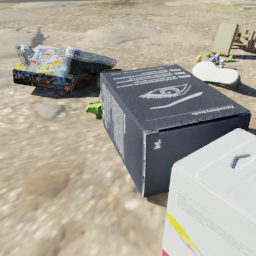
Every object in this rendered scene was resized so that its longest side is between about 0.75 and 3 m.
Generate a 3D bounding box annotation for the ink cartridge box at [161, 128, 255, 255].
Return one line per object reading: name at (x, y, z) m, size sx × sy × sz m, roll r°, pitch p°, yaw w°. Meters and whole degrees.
ink cartridge box at (1.421, 1.260, 3.597) m, size 1.395 × 1.920 × 1.389 m, roll -23°, pitch 39°, yaw -32°

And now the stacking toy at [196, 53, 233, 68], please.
stacking toy at (3.727, -2.997, 11.996) m, size 1.111 × 0.346 × 1.474 m, roll 21°, pitch 37°, yaw 30°

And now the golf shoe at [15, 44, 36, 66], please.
golf shoe at (-3.044, -2.247, 8.474) m, size 0.526 × 0.423 × 1.082 m, roll -14°, pitch 48°, yaw -26°

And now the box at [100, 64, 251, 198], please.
box at (0.781, -0.176, 6.273) m, size 2.185 × 1.540 × 2.953 m, roll -10°, pitch 33°, yaw -15°

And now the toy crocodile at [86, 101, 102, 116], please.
toy crocodile at (-0.382, -0.545, 7.956) m, size 1.624 × 0.501 × 0.548 m, roll -4°, pitch 26°, yaw 1°

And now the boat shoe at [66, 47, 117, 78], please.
boat shoe at (-1.319, -2.274, 10.037) m, size 1.027 × 0.847 × 2.993 m, roll 20°, pitch 14°, yaw 19°

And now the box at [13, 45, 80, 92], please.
box at (-2.757, -2.284, 10.384) m, size 1.955 × 0.539 × 2.862 m, roll 9°, pitch 32°, yaw -3°

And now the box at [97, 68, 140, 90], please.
box at (0.329, -1.526, 9.050) m, size 2.454 × 0.543 × 1.966 m, roll -7°, pitch 20°, yaw -12°

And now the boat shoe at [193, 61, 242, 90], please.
boat shoe at (3.166, -1.837, 10.051) m, size 0.640 × 0.755 × 2.073 m, roll 32°, pitch 1°, yaw -38°

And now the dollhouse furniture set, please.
dollhouse furniture set at (4.849, -4.071, 13.318) m, size 1.814 × 1.375 × 2.070 m, roll 24°, pitch 17°, yaw 33°
